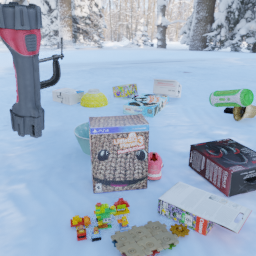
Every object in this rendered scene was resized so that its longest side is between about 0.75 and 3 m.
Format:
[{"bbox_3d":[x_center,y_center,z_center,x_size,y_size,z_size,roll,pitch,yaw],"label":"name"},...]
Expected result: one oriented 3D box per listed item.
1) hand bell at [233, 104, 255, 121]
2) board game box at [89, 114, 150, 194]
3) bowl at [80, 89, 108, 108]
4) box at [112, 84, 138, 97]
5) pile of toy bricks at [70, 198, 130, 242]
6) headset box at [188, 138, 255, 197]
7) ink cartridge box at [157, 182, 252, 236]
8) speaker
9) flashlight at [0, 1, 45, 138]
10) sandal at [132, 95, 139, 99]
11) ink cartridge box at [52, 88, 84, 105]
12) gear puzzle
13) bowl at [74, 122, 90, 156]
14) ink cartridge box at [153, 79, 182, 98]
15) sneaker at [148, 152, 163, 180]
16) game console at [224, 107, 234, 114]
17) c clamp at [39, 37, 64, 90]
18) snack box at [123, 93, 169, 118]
[{"bbox_3d":[6.081,-0.669,12.832,2.139,1.114,1.114,10,19,-8],"label":"hand bell"},{"bbox_3d":[-0.254,0.659,7.475,1.481,1.858,0.900,-4,20,-9],"label":"board game box"},{"bbox_3d":[-1.868,-1.701,15.397,1.548,0.833,1.548,0,21,0],"label":"bowl"},{"bbox_3d":[-0.181,-2.268,16.900,1.045,0.662,1.085,-18,16,-39],"label":"box"},{"bbox_3d":[-0.551,1.857,5.955,1.332,0.657,0.739,-5,21,-14],"label":"pile of toy bricks"},{"bbox_3d":[2.935,1.073,7.910,1.532,0.773,2.061,-8,21,-20],"label":"headset box"},{"bbox_3d":[1.677,1.862,6.260,1.808,0.455,0.985,17,26,36],"label":"ink cartridge box"},{"bbox_3d":[3.094,-0.899,8.460,0.570,0.570,1.288,-12,9,-29],"label":"speaker"},{"bbox_3d":[-2.408,-1.259,6.359,0.987,2.904,0.983,5,28,-5],"label":"flashlight"},{"bbox_3d":[0.508,-1.892,16.767,0.392,0.235,1.043,6,21,15],"label":"sandal"},{"bbox_3d":[-3.402,-1.819,15.961,1.534,0.647,1.120,15,25,36],"label":"ink cartridge box"},{"bbox_3d":[0.517,2.235,5.650,1.657,0.217,0.858,-7,19,-27],"label":"gear puzzle"},{"bbox_3d":[-0.994,0.420,9.523,1.641,0.858,1.641,0,22,0],"label":"bowl"},{"bbox_3d":[2.221,-2.237,15.931,1.363,0.797,2.349,6,3,18],"label":"ink cartridge box"},{"bbox_3d":[0.819,0.958,8.416,0.553,0.650,1.500,1,20,3],"label":"sneaker"},{"bbox_3d":[5.521,-0.843,14.041,1.329,0.160,0.784,7,21,22],"label":"game console"},{"bbox_3d":[-3.417,-2.386,10.986,0.301,1.900,2.224,32,48,33],"label":"c clamp"},{"bbox_3d":[1.014,-1.235,14.581,1.596,0.510,2.747,8,22,21],"label":"snack box"}]
